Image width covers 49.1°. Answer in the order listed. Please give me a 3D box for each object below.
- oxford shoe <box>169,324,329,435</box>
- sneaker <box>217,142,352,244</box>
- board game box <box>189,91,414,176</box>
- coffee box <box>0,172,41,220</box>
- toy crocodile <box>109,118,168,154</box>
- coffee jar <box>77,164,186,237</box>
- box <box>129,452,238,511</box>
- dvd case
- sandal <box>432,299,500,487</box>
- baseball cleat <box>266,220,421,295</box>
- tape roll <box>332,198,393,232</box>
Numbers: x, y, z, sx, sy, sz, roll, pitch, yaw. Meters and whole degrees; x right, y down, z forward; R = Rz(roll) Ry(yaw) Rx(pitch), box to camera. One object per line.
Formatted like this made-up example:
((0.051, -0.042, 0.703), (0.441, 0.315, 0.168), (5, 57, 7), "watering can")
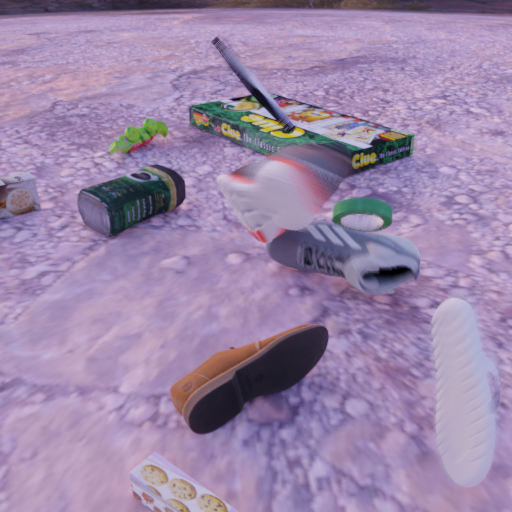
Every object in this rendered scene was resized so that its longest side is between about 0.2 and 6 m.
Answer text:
((-0.055, 1.299, 6.880), (2.199, 0.784, 0.784), (-20, 30, -29), "oxford shoe")
((0.444, -1.024, 8.379), (1.315, 1.238, 3.212), (-37, 16, -15), "sneaker")
((1.016, -3.494, 15.410), (3.086, 0.691, 5.891), (-24, 37, -32), "board game box")
((-5.070, -1.162, 11.194), (1.280, 0.732, 0.510), (-19, 34, -31), "coffee box")
((-3.110, -3.128, 14.851), (0.670, 0.613, 1.986), (-30, 10, 40), "toy crocodile")
((-2.381, -1.137, 10.999), (1.054, 0.863, 2.022), (25, 38, 33), "coffee jar")
((-0.432, 2.474, 5.179), (1.842, 0.356, 0.382), (22, 36, 33), "box")
((-0.050, -2.957, 9.676), (0.157, 1.278, 1.792), (-41, 50, 14), "dvd case")
((2.211, 1.346, 5.712), (0.463, 0.767, 1.884), (9, 69, -17), "sandal")
((1.281, -0.003, 8.807), (2.526, 0.881, 1.344), (2, 22, 15), "baseball cleat")
((1.801, -0.685, 9.516), (1.006, 1.006, 0.242), (5, 73, 8), "tape roll")
